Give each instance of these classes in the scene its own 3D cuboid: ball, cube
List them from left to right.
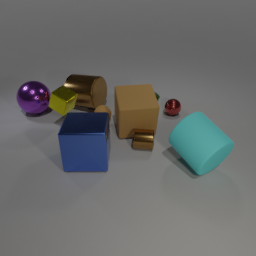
[{"bbox_3d":[-3.930,-1.276,11.740,1.400,1.400,1.400,0,31,0],"label":"ball"},{"bbox_3d":[-2.389,-1.017,10.314,0.700,0.700,0.700,32,41,8],"label":"cube"},{"bbox_3d":[-1.316,0.418,8.922,1.400,1.400,1.400,0,30,0],"label":"cube"},{"bbox_3d":[-1.015,-0.566,11.261,0.700,0.700,0.700,0,31,0],"label":"ball"},{"bbox_3d":[0.270,-0.633,10.324,1.400,1.400,1.400,-5,44,-7],"label":"cube"},{"bbox_3d":[1.887,-0.886,11.787,0.700,0.700,0.700,0,31,0],"label":"ball"}]

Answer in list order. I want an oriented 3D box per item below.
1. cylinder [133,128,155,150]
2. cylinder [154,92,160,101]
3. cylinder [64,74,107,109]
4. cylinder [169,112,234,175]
[{"bbox_3d":[0.550,0.385,9.698,0.700,0.700,0.700,4,32,7],"label":"cylinder"},{"bbox_3d":[0.924,-1.216,12.133,0.700,0.700,0.700,23,24,-11],"label":"cylinder"},{"bbox_3d":[-1.824,-1.594,12.153,1.400,1.400,1.400,9,32,22],"label":"cylinder"},{"bbox_3d":[2.205,0.461,8.524,1.400,1.400,1.400,-20,55,-30],"label":"cylinder"}]
